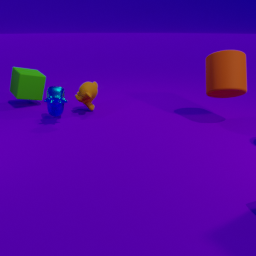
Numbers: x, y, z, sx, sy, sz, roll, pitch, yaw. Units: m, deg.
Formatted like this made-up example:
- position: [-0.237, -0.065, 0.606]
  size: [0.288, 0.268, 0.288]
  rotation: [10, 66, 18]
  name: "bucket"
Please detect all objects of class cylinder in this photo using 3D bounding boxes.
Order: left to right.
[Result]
- position: [3.017, -1.627, 8.653]
  size: [1.191, 1.191, 1.191]
  rotation: [1, -7, 0]
  name: "cylinder"

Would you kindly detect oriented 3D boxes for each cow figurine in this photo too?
- position: [-2.270, -0.798, 8.795]
  size: [0.690, 1.256, 1.236]
  rotation: [1, 35, -15]
  name: "cow figurine"

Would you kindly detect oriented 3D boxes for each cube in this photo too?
- position: [-3.772, -1.655, 10.516]
  size: [0.958, 0.958, 0.958]
  rotation: [0, 24, -39]
  name: "cube"

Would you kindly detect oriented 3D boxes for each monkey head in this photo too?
- position: [-1.331, -1.130, 9.777]
  size: [0.777, 0.928, 1.289]
  rotation: [-34, 18, 21]
  name: "monkey head"
